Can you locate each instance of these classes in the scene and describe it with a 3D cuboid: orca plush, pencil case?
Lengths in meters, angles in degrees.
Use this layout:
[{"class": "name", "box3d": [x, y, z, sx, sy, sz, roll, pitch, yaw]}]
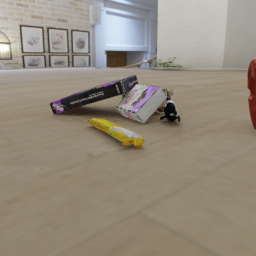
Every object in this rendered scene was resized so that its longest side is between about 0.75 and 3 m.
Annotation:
[{"class": "orca plush", "box3d": [1.253, -0.514, 9.138, 0.578, 0.856, 1.627, -26, 7, 5]}, {"class": "pencil case", "box3d": [0.683, -1.219, 11.116, 1.083, 0.942, 2.421, -28, 27, -26]}]

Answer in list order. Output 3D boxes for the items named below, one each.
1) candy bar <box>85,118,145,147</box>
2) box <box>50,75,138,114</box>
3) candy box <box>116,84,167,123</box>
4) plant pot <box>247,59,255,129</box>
[{"class": "candy bar", "box3d": [-0.425, 0.048, 7.548, 0.661, 0.294, 2.650, 7, 9, -30]}, {"class": "box", "box3d": [-1.198, -1.299, 10.629, 2.900, 0.523, 2.073, -15, 12, 21]}, {"class": "candy box", "box3d": [0.413, -0.862, 9.428, 1.195, 0.509, 1.424, -48, 30, -12]}, {"class": "plant pot", "box3d": [4.820, -1.015, 7.543, 2.707, 2.784, 2.784, -4, 13, 14]}]
